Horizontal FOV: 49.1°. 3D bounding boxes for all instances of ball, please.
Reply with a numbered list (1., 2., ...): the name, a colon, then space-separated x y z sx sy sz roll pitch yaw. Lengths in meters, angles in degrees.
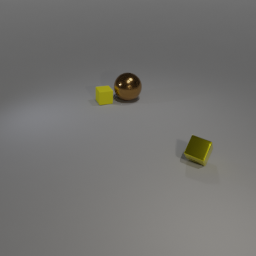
1. ball: -0.010 -2.050 13.940 1.400 1.400 1.400 0 29 0

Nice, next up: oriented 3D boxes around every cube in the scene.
1. cube: 2.357 0.754 9.315 0.700 0.700 0.700 22 77 26
2. cube: -1.178 -1.624 13.844 0.700 0.700 0.700 -9 33 -20
